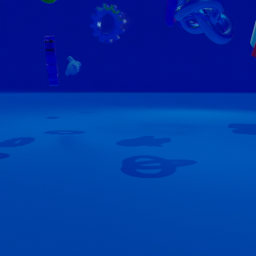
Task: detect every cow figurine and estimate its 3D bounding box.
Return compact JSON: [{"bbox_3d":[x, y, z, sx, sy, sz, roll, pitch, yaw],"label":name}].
[{"bbox_3d":[1.610,-3.447,6.913,1.719,1.691,0.943,-25,35,-37],"label":"cow figurine"}]

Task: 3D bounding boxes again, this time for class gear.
[{"bbox_3d":[-1.776,-1.560,6.560,0.208,1.127,1.127,-5,9,-11],"label":"gear"},{"bbox_3d":[-0.601,-3.054,8.189,1.067,1.067,0.197,3,17,21],"label":"gear"}]

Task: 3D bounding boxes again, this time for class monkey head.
[{"bbox_3d":[-2.381,-2.622,11.832,1.001,0.720,0.603,-21,28,53],"label":"monkey head"}]

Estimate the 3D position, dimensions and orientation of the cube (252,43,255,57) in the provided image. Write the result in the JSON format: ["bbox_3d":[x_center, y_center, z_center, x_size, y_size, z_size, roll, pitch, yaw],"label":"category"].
[{"bbox_3d":[4.205,-2.405,8.174,0.716,0.716,0.716,-28,48,-32],"label":"cube"}]

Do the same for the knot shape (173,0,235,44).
[{"bbox_3d":[1.227,-1.974,4.895,1.223,0.565,1.144,16,21,-38],"label":"knot shape"}]

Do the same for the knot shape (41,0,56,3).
[{"bbox_3d":[-1.937,-3.211,5.763,1.994,0.921,1.866,5,13,-23],"label":"knot shape"}]

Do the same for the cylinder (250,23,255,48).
[{"bbox_3d":[4.781,-3.268,9.481,0.989,0.989,0.989,-3,47,3],"label":"cylinder"}]
